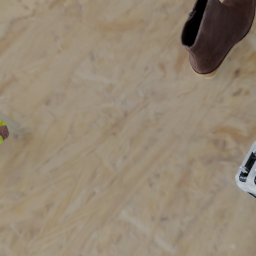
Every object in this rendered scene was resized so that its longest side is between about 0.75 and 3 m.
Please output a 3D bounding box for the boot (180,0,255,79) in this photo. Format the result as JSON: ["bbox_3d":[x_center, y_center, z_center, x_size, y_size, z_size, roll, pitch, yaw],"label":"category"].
[{"bbox_3d":[2.163,-2.557,6.405,0.975,2.241,2.694,24,91,27],"label":"boot"}]

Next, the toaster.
[{"bbox_3d":[3.764,1.295,6.152,2.309,2.088,1.370,36,88,5],"label":"toaster"}]

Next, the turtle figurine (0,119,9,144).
[{"bbox_3d":[-3.400,0.587,6.107,2.665,2.149,0.858,-31,112,17],"label":"turtle figurine"}]
